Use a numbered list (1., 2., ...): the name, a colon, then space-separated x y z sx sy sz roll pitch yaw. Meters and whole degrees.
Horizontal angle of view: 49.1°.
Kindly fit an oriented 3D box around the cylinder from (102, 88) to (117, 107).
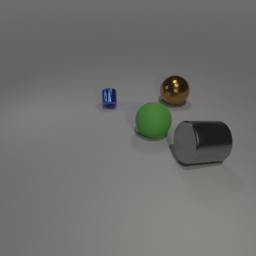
1. cylinder: -0.869 -1.405 13.092 0.700 0.700 0.700 -3 73 -4

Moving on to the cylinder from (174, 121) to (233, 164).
1. cylinder: 2.466 0.453 9.331 1.400 1.400 1.400 -1 29 -22

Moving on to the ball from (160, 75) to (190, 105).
1. ball: 2.219 -1.785 13.282 1.400 1.400 1.400 0 31 0

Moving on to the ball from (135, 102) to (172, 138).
1. ball: 0.985 -0.311 10.815 1.400 1.400 1.400 0 31 0
